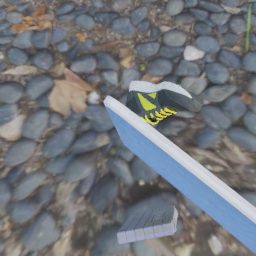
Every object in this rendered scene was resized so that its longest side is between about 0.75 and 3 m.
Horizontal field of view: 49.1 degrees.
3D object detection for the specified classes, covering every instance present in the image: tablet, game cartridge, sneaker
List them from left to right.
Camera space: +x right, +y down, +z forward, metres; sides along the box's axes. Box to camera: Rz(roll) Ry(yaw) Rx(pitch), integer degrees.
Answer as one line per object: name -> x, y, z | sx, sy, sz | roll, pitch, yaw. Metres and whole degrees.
game cartridge -> 0.346, 1.414, 4.169 | 0.777, 1.199, 0.230 | -10, 84, 11
sneaker -> 0.633, -0.414, 5.545 | 0.750, 2.013, 0.852 | 22, 88, -33
tablet -> 0.671, 0.566, 2.638 | 2.125, 1.383, 0.145 | 38, 80, 17
